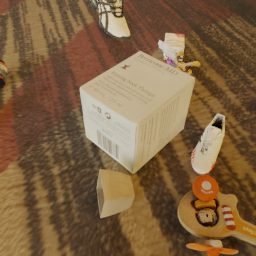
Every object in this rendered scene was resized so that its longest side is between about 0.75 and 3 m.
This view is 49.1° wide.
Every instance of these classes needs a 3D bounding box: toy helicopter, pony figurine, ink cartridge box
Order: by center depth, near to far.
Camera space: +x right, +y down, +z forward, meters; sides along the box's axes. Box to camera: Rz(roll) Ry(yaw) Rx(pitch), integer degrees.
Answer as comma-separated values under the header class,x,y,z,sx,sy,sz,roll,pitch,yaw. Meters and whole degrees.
class,x,y,z,sx,sy,sz,roll,pitch,yaw
toy helicopter,2.777,2.752,7.564,2.992,1.180,1.979,21,54,16
pony figurine,2.056,-2.919,12.637,1.906,1.644,1.975,40,44,20
ink cartridge box,2.331,-4.103,14.143,0.992,0.575,1.703,5,48,5

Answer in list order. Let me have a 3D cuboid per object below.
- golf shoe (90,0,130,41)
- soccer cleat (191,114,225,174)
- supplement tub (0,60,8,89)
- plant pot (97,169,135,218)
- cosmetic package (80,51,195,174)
class,x,y,z,sx,sy,sz,roll,pitch,yaw
golf shoe,-0.516,-4.055,9.443,0.922,1.121,2.372,-21,76,-39
soccer cleat,2.811,0.505,9.637,0.839,1.041,2.444,22,51,19
supplement tub,-5.804,-2.450,12.516,0.767,0.767,1.434,-10,48,-9
plant pot,-0.371,1.939,8.412,0.944,1.065,1.067,-1,47,-15
cosmetic package,0.310,-0.625,9.696,2.474,2.459,2.956,34,55,27
